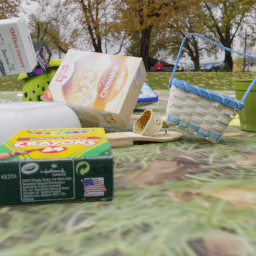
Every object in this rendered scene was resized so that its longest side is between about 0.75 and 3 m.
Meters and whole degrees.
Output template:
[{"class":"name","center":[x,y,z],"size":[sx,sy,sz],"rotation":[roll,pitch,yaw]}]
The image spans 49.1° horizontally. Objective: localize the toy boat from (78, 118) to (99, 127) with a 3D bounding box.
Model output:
[{"class":"toy boat","center":[-1.774,-0.760,10.894],"size":[1.299,1.301,1.990],"rotation":[-3,14,-17]}]

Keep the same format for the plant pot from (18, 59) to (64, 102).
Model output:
[{"class":"plant pot","center":[-3.318,-1.795,12.636],"size":[2.395,2.185,2.407],"rotation":[-15,4,29]}]

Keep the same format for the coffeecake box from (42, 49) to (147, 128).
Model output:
[{"class":"coffeecake box","center":[-1.086,-1.407,9.579],"size":[2.850,2.188,1.041],"rotation":[12,-24,21]}]

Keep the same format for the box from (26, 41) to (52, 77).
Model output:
[{"class":"box","center":[-3.601,-2.721,10.997],"size":[0.787,0.682,1.287],"rotation":[-12,45,15]}]

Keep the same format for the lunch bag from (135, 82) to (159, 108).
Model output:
[{"class":"lunch bag","center":[0.046,-1.856,16.478],"size":[2.361,1.769,2.776],"rotation":[-12,22,-36]}]

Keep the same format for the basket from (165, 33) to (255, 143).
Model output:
[{"class":"basket","center":[2.229,-1.106,8.058],"size":[2.320,2.631,1.830],"rotation":[24,18,3]}]

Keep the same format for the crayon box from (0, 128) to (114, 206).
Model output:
[{"class":"crayon box","center":[-1.310,0.507,5.345],"size":[1.845,0.738,2.906],"rotation":[-2,9,-9]}]

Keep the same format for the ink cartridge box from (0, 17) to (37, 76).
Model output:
[{"class":"ink cartridge box","center":[-4.515,-2.671,9.493],"size":[2.348,1.721,0.975],"rotation":[-9,31,0]}]

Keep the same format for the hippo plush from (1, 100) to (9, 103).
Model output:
[{"class":"hippo plush","center":[-4.908,-0.336,10.292],"size":[1.177,1.166,1.464],"rotation":[-28,-2,3]}]

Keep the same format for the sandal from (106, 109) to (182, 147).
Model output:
[{"class":"sandal","center":[0.519,-0.077,8.162],"size":[2.813,0.925,1.031],"rotation":[-6,11,-32]}]

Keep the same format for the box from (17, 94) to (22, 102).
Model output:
[{"class":"box","center":[-5.409,-1.268,14.838],"size":[0.804,1.026,1.650],"rotation":[-4,10,-21]}]

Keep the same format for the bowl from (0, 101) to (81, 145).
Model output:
[{"class":"bowl","center":[-3.178,-0.169,8.333],"size":[2.942,1.099,2.946],"rotation":[4,12,26]}]

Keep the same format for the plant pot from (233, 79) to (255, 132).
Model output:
[{"class":"plant pot","center":[4.643,-0.803,9.853],"size":[1.865,1.796,1.865],"rotation":[0,10,0]}]
